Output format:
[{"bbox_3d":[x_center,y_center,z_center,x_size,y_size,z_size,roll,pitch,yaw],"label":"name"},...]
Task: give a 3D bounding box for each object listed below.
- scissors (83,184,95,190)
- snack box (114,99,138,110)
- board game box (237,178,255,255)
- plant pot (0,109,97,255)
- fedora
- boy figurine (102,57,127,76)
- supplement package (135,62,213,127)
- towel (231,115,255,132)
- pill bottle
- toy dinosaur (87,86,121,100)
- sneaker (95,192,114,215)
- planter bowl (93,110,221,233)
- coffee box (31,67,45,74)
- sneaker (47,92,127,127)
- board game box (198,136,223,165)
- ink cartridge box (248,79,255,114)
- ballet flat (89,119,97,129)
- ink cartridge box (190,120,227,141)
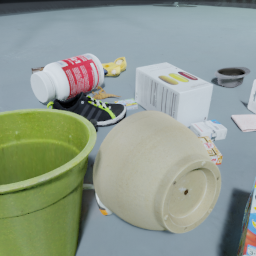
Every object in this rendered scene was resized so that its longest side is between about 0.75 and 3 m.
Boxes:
[{"bbox_3d":[-1.254,1.385,6.874,1.889,0.132,0.691,-19,47,18],"label":"scissors"},{"bbox_3d":[-0.088,-0.972,11.856,0.879,0.233,0.625,-10,32,-17],"label":"snack box"},{"bbox_3d":[2.913,2.224,5.584,1.164,1.185,2.260,15,35,22],"label":"board game box"},{"bbox_3d":[-1.940,1.394,5.380,2.861,2.717,2.861,-1,26,1],"label":"plant pot"},{"bbox_3d":[5.122,-2.462,13.837,1.658,0.749,1.467,-8,30,-2],"label":"fedora"},{"bbox_3d":[-1.020,-3.189,15.039,2.504,0.807,1.557,-22,35,-29],"label":"boy figurine"},{"bbox_3d":[1.709,-1.363,11.180,1.640,1.579,2.883,-17,35,-25],"label":"supplement package"},{"bbox_3d":[4.599,-0.193,10.623,1.025,0.173,1.074,-2,31,-4],"label":"towel"},{"bbox_3d":[-2.669,-2.200,12.494,1.684,1.684,2.999,25,39,35],"label":"pill bottle"},{"bbox_3d":[-1.111,-1.480,12.661,1.526,0.461,0.810,-9,58,-9],"label":"toy dinosaur"},{"bbox_3d":[0.047,1.193,7.219,1.112,0.915,2.417,-1,38,28],"label":"sneaker"},{"bbox_3d":[0.783,1.081,5.891,2.579,2.579,1.735,-18,25,-27],"label":"planter bowl"},{"bbox_3d":[-4.275,-2.840,14.659,1.383,0.551,0.791,-11,33,-18],"label":"coffee box"},{"bbox_3d":[-1.466,-0.736,10.484,2.970,1.230,1.065,-9,32,-14],"label":"sneaker"},{"bbox_3d":[2.036,0.739,8.881,1.510,0.350,1.144,-4,31,-6],"label":"board game box"},{"bbox_3d":[5.761,-0.871,10.553,0.804,1.396,2.411,-10,32,-17],"label":"ink cartridge box"},{"bbox_3d":[-1.506,0.274,9.565,0.492,0.421,1.481,35,55,4],"label":"ballet flat"},{"bbox_3d":[2.807,0.107,9.850,1.024,0.440,0.750,-10,32,-14],"label":"ink cartridge box"}]
